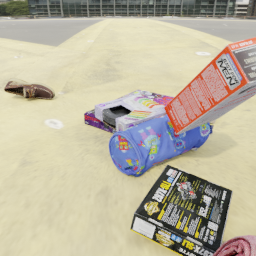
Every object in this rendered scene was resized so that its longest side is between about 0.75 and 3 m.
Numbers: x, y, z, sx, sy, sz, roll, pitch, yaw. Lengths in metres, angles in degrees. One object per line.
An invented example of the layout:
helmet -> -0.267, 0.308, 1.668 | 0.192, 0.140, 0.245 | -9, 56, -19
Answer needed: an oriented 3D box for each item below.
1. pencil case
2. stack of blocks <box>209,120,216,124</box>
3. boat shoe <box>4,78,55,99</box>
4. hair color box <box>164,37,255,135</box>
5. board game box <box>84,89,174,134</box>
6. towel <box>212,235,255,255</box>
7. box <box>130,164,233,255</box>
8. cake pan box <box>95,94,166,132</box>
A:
pencil case -> 0.757, 0.263, 6.011 | 2.368, 1.028, 0.924 | -19, -4, -34
stack of blocks -> 2.146, -0.586, 8.161 | 0.693, 0.353, 1.204 | 11, 25, -23
boat shoe -> -3.332, -1.211, 9.443 | 1.674, 0.604, 0.603 | 16, 45, 0
hair color box -> 1.485, -0.609, 4.425 | 1.067, 0.615, 1.924 | -19, -12, -24
board game box -> 0.205, -0.526, 8.305 | 1.621, 0.436, 2.701 | 21, 32, 29
towel -> 1.745, 1.353, 2.887 | 2.141, 1.542, 0.244 | 2, 51, -14
box -> 0.895, 1.243, 4.324 | 1.203, 0.372, 1.507 | 19, 28, 19
cake pan box -> 0.093, -0.359, 7.073 | 1.530, 0.400, 1.409 | -17, 30, -31
